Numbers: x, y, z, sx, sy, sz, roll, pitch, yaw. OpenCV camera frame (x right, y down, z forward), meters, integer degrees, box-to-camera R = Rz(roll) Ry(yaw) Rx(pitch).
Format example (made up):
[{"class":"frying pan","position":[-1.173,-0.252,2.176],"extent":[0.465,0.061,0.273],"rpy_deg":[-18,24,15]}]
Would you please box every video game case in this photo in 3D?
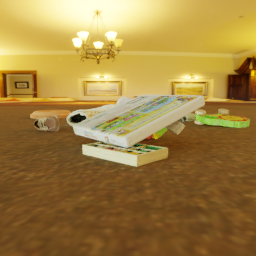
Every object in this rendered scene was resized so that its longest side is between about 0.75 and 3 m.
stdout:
[{"class":"video game case","position":[0.216,-0.290,6.677],"extent":[2.409,0.276,2.193],"rpy_deg":[-27,21,-32]}]

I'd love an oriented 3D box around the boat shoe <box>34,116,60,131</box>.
[{"class":"boat shoe","position":[-2.661,-0.113,9.121],"extent":[0.499,0.527,1.391],"rpy_deg":[-10,3,-38]}]

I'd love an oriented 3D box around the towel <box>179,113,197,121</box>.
[{"class":"towel","position":[2.893,-0.530,13.162],"extent":[1.176,0.289,1.585],"rpy_deg":[-1,7,-19]}]

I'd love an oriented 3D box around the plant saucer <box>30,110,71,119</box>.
[{"class":"plant saucer","position":[-3.948,-0.731,14.597],"extent":[2.177,0.351,2.177],"rpy_deg":[-1,7,0]}]

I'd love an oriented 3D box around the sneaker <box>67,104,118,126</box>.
[{"class":"sneaker","position":[-1.185,-0.402,10.518],"extent":[2.160,0.796,1.248],"rpy_deg":[-9,8,7]}]

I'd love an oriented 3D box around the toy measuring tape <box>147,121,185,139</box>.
[{"class":"toy measuring tape","position":[0.850,-0.022,7.234],"extent":[0.874,0.874,2.377],"rpy_deg":[-3,13,-24]}]

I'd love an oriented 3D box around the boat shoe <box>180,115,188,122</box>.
[{"class":"boat shoe","position":[2.048,-0.631,11.656],"extent":[1.150,0.366,0.407],"rpy_deg":[35,-5,-26]}]

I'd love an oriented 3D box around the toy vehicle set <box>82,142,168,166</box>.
[{"class":"toy vehicle set","position":[-0.077,0.457,5.522],"extent":[1.470,0.195,0.913],"rpy_deg":[6,9,42]}]

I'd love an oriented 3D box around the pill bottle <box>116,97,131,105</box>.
[{"class":"pill bottle","position":[-0.202,-1.436,17.441],"extent":[1.039,1.039,1.871],"rpy_deg":[0,6,-3]}]

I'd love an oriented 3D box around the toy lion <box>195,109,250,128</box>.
[{"class":"toy lion","position":[3.664,-0.307,10.752],"extent":[1.716,0.589,1.645],"rpy_deg":[-2,15,-16]}]
